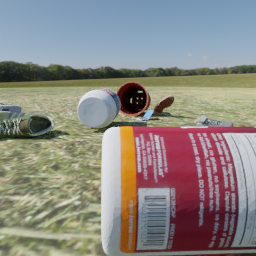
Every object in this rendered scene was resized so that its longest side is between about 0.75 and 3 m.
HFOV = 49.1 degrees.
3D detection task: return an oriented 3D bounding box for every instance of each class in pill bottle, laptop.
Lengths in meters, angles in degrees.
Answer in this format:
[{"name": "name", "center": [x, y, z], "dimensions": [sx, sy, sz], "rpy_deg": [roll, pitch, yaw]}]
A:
[{"name": "pill bottle", "center": [-1.172, -0.808, 11.433], "dimensions": [1.538, 1.538, 2.572], "rpy_deg": [1, 11, 4]}, {"name": "pill bottle", "center": [1.029, 0.728, 3.404], "dimensions": [2.667, 1.507, 1.507], "rpy_deg": [0, 11, -4]}, {"name": "laptop", "center": [0.748, -0.621, 13.317], "dimensions": [0.763, 0.442, 0.714], "rpy_deg": [-5, 11, -18]}]

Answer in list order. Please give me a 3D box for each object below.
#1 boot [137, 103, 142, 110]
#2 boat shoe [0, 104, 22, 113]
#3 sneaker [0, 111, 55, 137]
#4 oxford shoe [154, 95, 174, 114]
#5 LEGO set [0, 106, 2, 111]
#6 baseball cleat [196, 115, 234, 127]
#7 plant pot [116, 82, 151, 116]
[{"name": "boot", "center": [0.502, -1.307, 17.065], "dimensions": [0.635, 0.444, 1.185], "rpy_deg": [1, 10, 35]}, {"name": "boat shoe", "center": [-6.677, -0.959, 14.755], "dimensions": [1.981, 0.680, 0.561], "rpy_deg": [2, 4, -23]}, {"name": "sneaker", "center": [-3.721, -0.138, 9.561], "dimensions": [2.592, 0.869, 1.163], "rpy_deg": [-5, 7, -39]}, {"name": "oxford shoe", "center": [1.816, -1.306, 14.160], "dimensions": [0.559, 0.583, 1.579], "rpy_deg": [31, -35, -16]}, {"name": "LEGO set", "center": [-7.576, -0.741, 13.477], "dimensions": [2.138, 0.703, 2.863], "rpy_deg": [11, 15, 32]}, {"name": "baseball cleat", "center": [2.884, -0.127, 9.607], "dimensions": [0.494, 0.754, 1.417], "rpy_deg": [-50, 18, -28]}, {"name": "plant pot", "center": [0.437, -1.511, 15.129], "dimensions": [1.777, 1.777, 1.728], "rpy_deg": [3, 3, 17]}]
